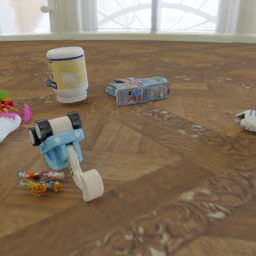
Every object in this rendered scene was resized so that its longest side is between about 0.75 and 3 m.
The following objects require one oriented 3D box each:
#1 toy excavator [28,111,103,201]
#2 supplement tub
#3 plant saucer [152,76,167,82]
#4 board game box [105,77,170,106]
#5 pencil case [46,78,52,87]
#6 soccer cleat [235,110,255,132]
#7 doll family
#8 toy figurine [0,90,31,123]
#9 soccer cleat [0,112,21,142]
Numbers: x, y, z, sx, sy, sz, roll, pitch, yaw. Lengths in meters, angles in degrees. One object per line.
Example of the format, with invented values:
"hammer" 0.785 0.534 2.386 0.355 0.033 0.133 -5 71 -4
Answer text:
"toy excavator" -1.626 0.795 7.811 1.231 2.465 2.397 -18 -5 -33
"supplement tub" -2.746 -2.476 12.961 1.657 2.279 1.657 -4 24 2
"plant saucer" 1.862 -3.045 17.509 1.198 0.231 1.198 -1 24 0
"board game box" 0.148 -1.982 14.373 2.813 0.868 2.815 -18 30 -36
"pencil case" -4.366 -2.850 16.745 0.526 0.485 1.139 38 34 9
"soccer cleat" 4.832 -0.071 10.447 0.958 0.775 2.218 -10 20 -6
"doll family" -2.186 1.437 7.264 0.836 0.607 1.348 4 -4 30
"toy figurine" -4.774 -0.649 11.355 1.528 1.246 1.660 18 35 15
"soccer cleat" -4.673 0.286 9.523 1.264 1.022 2.927 46 27 11
